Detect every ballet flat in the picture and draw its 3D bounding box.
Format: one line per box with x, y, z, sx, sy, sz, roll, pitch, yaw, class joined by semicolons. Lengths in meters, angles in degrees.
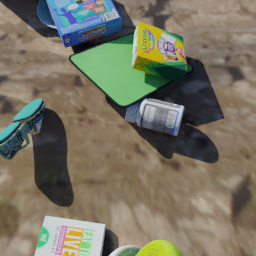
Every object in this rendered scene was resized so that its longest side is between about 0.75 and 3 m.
-2.460;0.025;6.634;0.711;0.711;1.914;17;40;8;ballet flat

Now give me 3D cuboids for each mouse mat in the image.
0.142;-1.696;7.391;2.768;0.104;2.227;-31;62;-30;mouse mat

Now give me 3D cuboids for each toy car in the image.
0.577;3.249;4.556;1.907;2.225;2.543;30;62;-24;toy car

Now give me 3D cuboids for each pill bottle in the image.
0.642;-0.316;6.794;1.305;0.742;0.742;15;65;10;pill bottle

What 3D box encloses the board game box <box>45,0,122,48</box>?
-1.415;-3.600;8.278;1.764;0.522;2.319;-20;66;-9;board game box

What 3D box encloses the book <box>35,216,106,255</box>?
-1.168;2.353;5.781;1.303;0.313;0.870;5;62;5;book

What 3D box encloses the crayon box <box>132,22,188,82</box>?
0.806;-2.001;7.290;1.326;0.448;1.537;15;49;-13;crayon box

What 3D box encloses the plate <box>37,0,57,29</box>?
-1.867;-3.687;8.731;1.864;0.238;1.864;0;64;0;plate
